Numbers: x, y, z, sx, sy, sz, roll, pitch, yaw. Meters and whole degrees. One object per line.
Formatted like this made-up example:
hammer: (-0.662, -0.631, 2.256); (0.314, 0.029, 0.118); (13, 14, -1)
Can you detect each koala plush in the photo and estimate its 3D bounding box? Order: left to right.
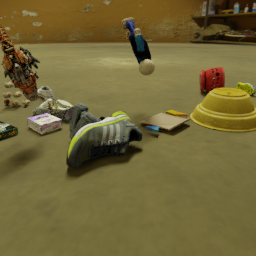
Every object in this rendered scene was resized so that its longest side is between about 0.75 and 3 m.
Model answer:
koala plush: (-1.097, -0.003, 8.909); (1.290, 1.185, 1.144); (11, 22, -35)

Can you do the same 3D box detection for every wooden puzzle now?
wooden puzzle: (1.373, -0.218, 10.270); (2.280, 0.267, 1.538); (-18, 23, -40)

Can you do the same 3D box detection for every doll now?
doll: (0.450, -2.958, 10.545); (0.688, 1.937, 2.839); (-20, 50, 3)

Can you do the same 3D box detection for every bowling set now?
bowling set: (-5.143, -1.279, 12.440); (0.959, 1.378, 0.740); (-42, 12, 7)

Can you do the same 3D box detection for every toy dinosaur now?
toy dinosaur: (-3.145, -1.883, 8.130); (1.119, 2.191, 1.487); (-5, 15, -15)

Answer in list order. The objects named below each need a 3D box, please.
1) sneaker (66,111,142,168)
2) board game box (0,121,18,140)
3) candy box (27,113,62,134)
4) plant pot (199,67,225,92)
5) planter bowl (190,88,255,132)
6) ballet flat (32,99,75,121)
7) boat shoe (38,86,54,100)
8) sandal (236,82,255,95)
sneaker: (-0.584, 0.373, 7.778); (1.067, 0.974, 2.637); (34, 45, 24)
board game box: (-4.885, 0.293, 8.908); (1.230, 0.275, 2.347); (19, 28, 35)
candy box: (-2.956, -0.170, 9.942); (0.838, 0.357, 0.999); (-20, 29, -41)
plant pot: (4.394, -2.517, 14.717); (1.210, 1.329, 1.329); (1, 21, 12)
planter bowl: (3.809, -0.866, 10.696); (2.722, 1.134, 2.722); (1, 22, 0)
ballet flat: (-2.862, -0.782, 11.015); (2.140, 0.770, 0.770); (9, 23, 21)
boat shoe: (-4.067, -1.823, 13.917); (0.634, 0.575, 1.723); (-15, 26, -34)
sandal: (6.329, -2.099, 14.713); (0.632, 0.577, 1.452); (1, 22, -9)
